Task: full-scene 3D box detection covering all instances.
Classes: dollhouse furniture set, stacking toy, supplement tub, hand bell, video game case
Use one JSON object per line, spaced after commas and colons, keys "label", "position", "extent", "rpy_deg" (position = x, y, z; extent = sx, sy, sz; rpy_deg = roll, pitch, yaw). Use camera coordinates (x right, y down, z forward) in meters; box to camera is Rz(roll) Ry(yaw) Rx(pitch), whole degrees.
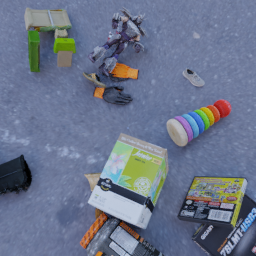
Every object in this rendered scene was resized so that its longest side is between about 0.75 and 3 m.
{"label": "dollhouse furniture set", "position": [-3.428, -3.890, 12.220], "extent": [1.874, 1.436, 2.861], "rpy_deg": [-5, 50, -20]}
{"label": "stacking toy", "position": [2.854, -0.367, 10.823], "extent": [2.648, 1.130, 1.130], "rpy_deg": [-28, 73, -13]}
{"label": "supplement tub", "position": [-0.183, 4.035, 8.995], "extent": [2.568, 1.574, 1.574], "rpy_deg": [35, 75, 12]}
{"label": "hand bell", "position": [-1.046, 2.547, 10.051], "extent": [0.953, 0.953, 1.831], "rpy_deg": [-4, 84, -1]}
{"label": "video game case", "position": [2.777, 2.362, 9.260], "extent": [0.248, 1.947, 1.760], "rpy_deg": [52, 53, -26]}

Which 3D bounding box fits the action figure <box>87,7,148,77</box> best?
{"label": "action figure", "position": [-0.267, -3.536, 11.376], "extent": [1.882, 1.003, 2.892], "rpy_deg": [41, 94, -25]}

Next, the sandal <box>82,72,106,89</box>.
{"label": "sandal", "position": [-1.312, -1.999, 11.350], "extent": [1.290, 0.518, 0.348], "rpy_deg": [34, 99, 33]}

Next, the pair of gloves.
{"label": "pair of gloves", "position": [-0.477, -1.887, 11.737], "extent": [1.669, 0.232, 1.873], "rpy_deg": [13, 72, 4]}

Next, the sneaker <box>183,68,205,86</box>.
{"label": "sneaker", "position": [2.748, -2.121, 11.707], "extent": [1.039, 0.426, 0.388], "rpy_deg": [36, 75, 11]}

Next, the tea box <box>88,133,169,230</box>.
{"label": "tea box", "position": [0.180, 1.819, 9.192], "extent": [1.621, 2.426, 2.387], "rpy_deg": [19, 72, 16]}

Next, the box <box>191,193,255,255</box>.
{"label": "box", "position": [3.901, 3.735, 9.624], "extent": [2.447, 0.613, 2.466], "rpy_deg": [42, 76, 12]}

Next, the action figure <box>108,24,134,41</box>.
{"label": "action figure", "position": [-0.300, -4.012, 12.316], "extent": [1.338, 0.897, 0.997], "rpy_deg": [-27, 97, -10]}

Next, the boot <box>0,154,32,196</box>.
{"label": "boot", "position": [-4.677, 1.446, 10.270], "extent": [1.866, 0.843, 2.278], "rpy_deg": [-18, 79, -4]}
